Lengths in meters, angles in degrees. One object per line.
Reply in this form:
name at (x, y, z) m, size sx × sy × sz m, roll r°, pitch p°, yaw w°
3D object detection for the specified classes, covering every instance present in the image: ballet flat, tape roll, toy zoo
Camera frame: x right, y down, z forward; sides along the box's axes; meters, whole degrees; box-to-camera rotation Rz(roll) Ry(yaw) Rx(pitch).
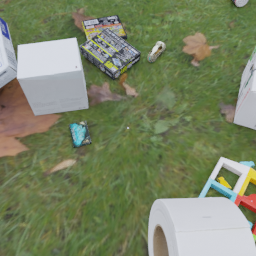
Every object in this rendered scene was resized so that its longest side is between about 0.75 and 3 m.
ballet flat at (1.192, -3.187, 11.314) m, size 0.444 × 0.493 × 1.310 m, roll 27°, pitch 61°, yaw 15°
tape roll at (1.467, 2.715, 6.165) m, size 1.591 × 2.317 × 2.317 m, roll 0°, pitch 56°, yaw -10°
toy zoo at (3.077, 2.015, 8.043) m, size 1.786 × 0.279 × 2.723 m, roll 30°, pitch 62°, yaw 18°

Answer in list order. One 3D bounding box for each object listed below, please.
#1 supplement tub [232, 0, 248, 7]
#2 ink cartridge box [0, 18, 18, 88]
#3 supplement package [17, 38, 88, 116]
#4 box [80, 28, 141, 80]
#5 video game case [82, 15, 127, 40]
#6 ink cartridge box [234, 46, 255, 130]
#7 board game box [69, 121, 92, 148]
supplement tub at (5.214, -6.227, 13.206) m, size 0.634 × 0.634 × 0.903 m, roll -12°, pitch 58°, yaw -7°
ink cartridge box at (-5.323, -2.166, 9.800) m, size 2.972 × 0.603 × 2.966 m, roll -33°, pitch 57°, yaw 10°
supplement package at (-2.442, -1.657, 9.386) m, size 1.916 × 2.004 × 1.474 m, roll -9°, pitch 59°, yaw -6°
box at (-0.698, -2.964, 11.075) m, size 1.917 × 0.424 × 1.536 m, roll 41°, pitch 68°, yaw 17°
video game case at (-1.040, -4.267, 12.188) m, size 1.675 × 0.214 × 1.514 m, roll -14°, pitch 58°, yaw -10°
ink cartridge box at (4.443, -1.416, 9.380) m, size 1.033 × 1.789 × 2.450 m, roll 17°, pitch 58°, yaw 11°
board game box at (-1.598, 0.197, 9.327) m, size 0.602 × 0.125 × 0.891 m, roll -14°, pitch 58°, yaw -9°
